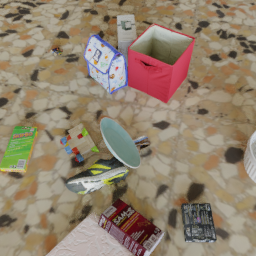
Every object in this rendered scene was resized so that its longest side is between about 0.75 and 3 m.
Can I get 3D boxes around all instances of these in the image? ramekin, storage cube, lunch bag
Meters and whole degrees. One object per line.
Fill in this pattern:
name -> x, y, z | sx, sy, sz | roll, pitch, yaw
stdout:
ramekin -> 5.033, 1.092, 9.460 | 2.219, 1.165, 2.219 | 0, 53, 0
storage cube -> 1.312, -2.689, 11.728 | 2.007, 2.110, 2.347 | 27, 58, 19
lunch bag -> -0.943, -2.722, 11.804 | 1.248, 2.015, 1.713 | -34, 61, -23

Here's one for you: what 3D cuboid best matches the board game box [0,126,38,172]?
board game box -> -3.969, 0.729, 10.304 | 0.898, 0.282, 1.879 | 3, 55, 1

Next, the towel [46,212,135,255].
towel -> -1.019, 3.857, 7.881 | 2.238, 0.361, 2.138 | 38, 63, 25

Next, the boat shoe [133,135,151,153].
boat shoe -> 0.263, 0.718, 10.177 | 1.319, 0.476, 0.477 | -29, 60, -20

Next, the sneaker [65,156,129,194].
sneaker -> -1.077, 1.560, 9.450 | 2.119, 0.789, 0.897 | -10, 47, -19

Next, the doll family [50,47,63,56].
doll family -> -3.443, -3.751, 13.652 | 0.497, 0.337, 0.859 | -38, 58, -19

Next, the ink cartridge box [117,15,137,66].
ink cartridge box -> -0.045, -4.127, 13.206 | 0.858, 1.490, 2.042 | -3, 52, 0

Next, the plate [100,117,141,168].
plate -> -0.282, 0.497, 8.847 | 0.244, 1.909, 1.909 | -38, 53, 18

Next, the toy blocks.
toy blocks -> -1.846, 0.592, 10.198 | 1.084, 0.792, 1.586 | -31, 57, -8

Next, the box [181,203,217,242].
box -> 2.166, 2.911, 8.654 | 0.920, 0.250, 1.149 | -1, 53, -1

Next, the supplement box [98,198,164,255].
supplement box -> 0.082, 2.952, 8.258 | 1.727, 0.526, 0.940 | 31, 34, 21
